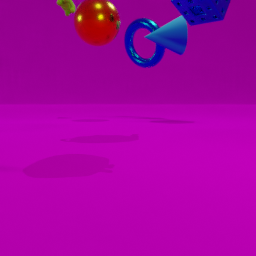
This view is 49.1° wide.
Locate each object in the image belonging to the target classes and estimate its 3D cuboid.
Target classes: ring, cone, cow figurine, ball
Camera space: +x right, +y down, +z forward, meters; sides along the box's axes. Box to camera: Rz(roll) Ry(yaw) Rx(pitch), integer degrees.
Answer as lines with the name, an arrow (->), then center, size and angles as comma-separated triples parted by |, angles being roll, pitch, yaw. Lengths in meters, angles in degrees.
ring -> 0.626, -3.286, 10.929 | 1.910, 1.910, 0.382 | 5, 27, 41
cone -> 1.191, -3.115, 9.538 | 1.297, 1.292, 1.292 | -4, 6, -8
cow figurine -> -2.090, -4.312, 9.399 | 0.505, 0.919, 0.905 | -21, 41, 19
ball -> -0.912, -3.132, 8.305 | 1.375, 1.375, 1.375 | 0, 5, 0

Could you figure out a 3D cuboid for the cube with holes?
cube with holes -> 1.971, -3.502, 7.338 | 1.035, 1.035, 1.035 | 10, -16, 47
